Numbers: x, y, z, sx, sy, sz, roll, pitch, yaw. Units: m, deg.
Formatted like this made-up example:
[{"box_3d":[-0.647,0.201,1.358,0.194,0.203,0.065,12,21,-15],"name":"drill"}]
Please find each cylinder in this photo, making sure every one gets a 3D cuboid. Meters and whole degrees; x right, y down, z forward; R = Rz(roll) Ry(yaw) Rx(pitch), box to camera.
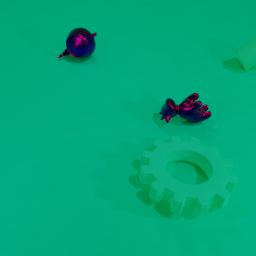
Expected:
[{"box_3d":[3.721,-2.245,8.457,0.717,0.717,0.717,-32,42,23],"name":"cylinder"}]

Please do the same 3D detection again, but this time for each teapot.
[{"box_3d":[-1.577,-2.609,8.821,1.555,0.967,0.762,-22,20,28],"name":"teapot"}]

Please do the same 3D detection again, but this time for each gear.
[{"box_3d":[1.192,0.885,5.700,1.877,0.347,1.877,3,38,-2],"name":"gear"}]

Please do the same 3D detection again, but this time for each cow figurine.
[{"box_3d":[1.377,-0.395,6.900,1.052,1.069,0.587,-33,39,25],"name":"cow figurine"}]
